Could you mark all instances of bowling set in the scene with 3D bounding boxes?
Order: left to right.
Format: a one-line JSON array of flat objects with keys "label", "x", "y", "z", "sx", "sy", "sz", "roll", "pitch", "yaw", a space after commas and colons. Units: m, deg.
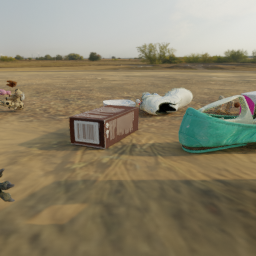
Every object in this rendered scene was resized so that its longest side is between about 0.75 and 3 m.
[{"label": "bowling set", "x": 3.278, "y": -0.674, "z": 9.259, "sx": 0.711, "sy": 0.548, "sz": 1.022, "roll": 23, "pitch": 17, "yaw": 11}]

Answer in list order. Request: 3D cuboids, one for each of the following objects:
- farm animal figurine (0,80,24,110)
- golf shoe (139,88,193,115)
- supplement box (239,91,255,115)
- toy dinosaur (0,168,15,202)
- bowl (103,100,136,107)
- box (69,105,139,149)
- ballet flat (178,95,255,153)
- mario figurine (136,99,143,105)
[{"label": "farm animal figurine", "x": -3.755, "y": -0.975, "z": 9.286, "sx": 0.599, "sy": 1.135, "sz": 1.148, "roll": 4, "pitch": 57, "yaw": 4}, {"label": "golf shoe", "x": 1.441, "y": -0.759, "z": 9.275, "sx": 2.081, "sy": 0.815, "sz": 1.012, "roll": -13, "pitch": 35, "yaw": -26}, {"label": "supplement box", "x": 4.107, "y": -0.674, "z": 8.359, "sx": 1.591, "sy": 0.805, "sz": 0.822, "roll": -12, "pitch": 18, "yaw": -40}, {"label": "toy dinosaur", "x": -1.838, "y": 0.884, "z": 2.536, "sx": 2.748, "sy": 0.652, "sz": 1.211, "roll": 2, "pitch": 20, "yaw": 24}, {"label": "bowl", "x": -0.304, "y": -0.698, "z": 9.373, "sx": 0.990, "sy": 0.370, "sz": 0.989, "roll": -4, "pitch": 14, "yaw": -18}, {"label": "box", "x": -0.476, "y": -0.094, "z": 6.379, "sx": 0.876, "sy": 0.655, "sz": 1.749, "roll": 6, "pitch": 17, "yaw": 25}, {"label": "ballet flat", "x": 2.470, "y": -0.129, "z": 5.614, "sx": 2.994, "sy": 1.054, "sz": 1.008, "roll": -3, "pitch": 16, "yaw": -12}, {"label": "mario figurine", "x": 0.660, "y": -0.948, "z": 10.057, "sx": 0.579, "sy": 0.497, "sz": 0.939, "roll": -37, "pitch": 11, "yaw": -5}]
